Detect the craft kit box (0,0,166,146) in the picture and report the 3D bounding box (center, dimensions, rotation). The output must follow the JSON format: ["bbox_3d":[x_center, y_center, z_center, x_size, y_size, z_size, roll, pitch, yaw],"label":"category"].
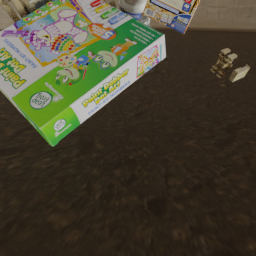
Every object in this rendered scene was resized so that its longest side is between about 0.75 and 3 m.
[{"bbox_3d":[-1.196,-1.410,5.364,2.717,0.667,2.751,-42,60,-15],"label":"craft kit box"}]

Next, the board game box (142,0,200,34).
[{"bbox_3d":[1.051,-2.937,6.069,1.093,1.443,0.334,27,48,3],"label":"board game box"}]

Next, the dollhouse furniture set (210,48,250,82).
[{"bbox_3d":[2.775,-1.676,7.569,0.523,0.690,0.788,-24,62,-27],"label":"dollhouse furniture set"}]

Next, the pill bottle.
[{"bbox_3d":[0.234,-3.756,8.914,1.044,1.836,1.044,0,67,0],"label":"pill bottle"}]

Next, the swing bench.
[{"bbox_3d":[-1.866,-3.354,8.022,2.506,2.519,1.635,-42,32,-16],"label":"swing bench"}]
